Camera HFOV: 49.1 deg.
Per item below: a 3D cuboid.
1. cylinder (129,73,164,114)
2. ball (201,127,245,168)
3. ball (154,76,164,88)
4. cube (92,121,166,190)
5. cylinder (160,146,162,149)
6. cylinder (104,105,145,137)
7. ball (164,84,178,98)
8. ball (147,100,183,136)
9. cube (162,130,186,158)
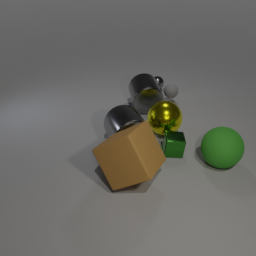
[{"bbox_3d":[0.810,-1.593,12.939,1.400,1.400,1.400,-4,39,-7],"label":"cylinder"},{"bbox_3d":[3.169,0.651,9.433,1.400,1.400,1.400,0,31,0],"label":"ball"},{"bbox_3d":[1.557,-2.407,14.884,0.700,0.700,0.700,0,31,0],"label":"ball"},{"bbox_3d":[0.072,0.812,8.453,1.400,1.400,1.400,-23,7,31],"label":"cube"},{"bbox_3d":[0.741,0.906,9.674,0.700,0.700,0.700,-17,35,-25],"label":"cylinder"},{"bbox_3d":[-0.037,0.054,10.198,1.400,1.400,1.400,-11,31,-17],"label":"cylinder"},{"bbox_3d":[2.059,-1.777,13.430,0.700,0.700,0.700,0,31,0],"label":"ball"},{"bbox_3d":[1.458,-0.396,11.123,1.400,1.400,1.400,0,31,0],"label":"ball"},{"bbox_3d":[1.653,0.582,10.138,0.700,0.700,0.700,5,31,-1],"label":"cube"}]
